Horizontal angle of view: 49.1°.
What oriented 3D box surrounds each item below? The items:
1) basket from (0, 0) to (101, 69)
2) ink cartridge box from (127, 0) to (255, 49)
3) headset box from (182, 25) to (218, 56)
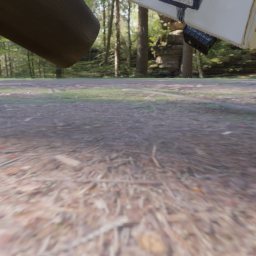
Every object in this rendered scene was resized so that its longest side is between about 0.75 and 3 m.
[{"bbox_3d":[-2.214,-2.888,6.617,2.867,2.585,1.950,37,-14,-37],"label":"basket"},{"bbox_3d":[1.631,-2.524,4.767,2.138,1.245,2.953,-18,42,-28],"label":"ink cartridge box"},{"bbox_3d":[2.854,-3.707,9.554,1.053,2.271,1.977,35,12,8],"label":"headset box"}]
